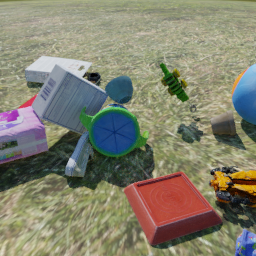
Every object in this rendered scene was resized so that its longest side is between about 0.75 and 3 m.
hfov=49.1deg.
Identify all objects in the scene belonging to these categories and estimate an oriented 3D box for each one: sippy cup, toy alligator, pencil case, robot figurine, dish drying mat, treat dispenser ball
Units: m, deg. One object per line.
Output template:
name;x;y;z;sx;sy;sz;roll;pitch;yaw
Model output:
sippy cup;-0.433;-0.086;8.998;1.600;2.037;1.493;-30;19;8
toy alligator;1.872;-1.378;10.386;0.695;2.343;0.636;-30;17;28
pencil case;2.853;2.562;5.325;1.573;0.614;0.683;19;36;29
robot figurine;2.968;1.527;7.134;1.814;0.528;1.315;3;31;4
dish drying mat;-3.871;-1.130;11.878;0.764;0.181;1.989;9;32;13
treat dispenser ball;4.928;-1.208;10.050;2.276;2.276;2.276;0;31;0

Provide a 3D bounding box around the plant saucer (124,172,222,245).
plant saucer;1.040;1.784;6.898;1.859;0.341;1.855;-11;33;-17

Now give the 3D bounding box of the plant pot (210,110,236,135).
plant pot;3.278;-0.127;9.722;0.749;0.864;0.864;-12;29;13

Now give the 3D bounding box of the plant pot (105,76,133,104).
plant pot;-0.205;-1.144;9.039;0.926;0.926;0.624;-15;65;-24

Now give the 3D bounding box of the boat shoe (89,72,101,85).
boat shoe;-1.665;-2.576;14.046;0.523;0.436;1.402;2;30;6

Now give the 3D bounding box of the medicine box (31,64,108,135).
medicine box;-1.887;-0.899;9.328;1.861;1.695;0.958;26;9;-44

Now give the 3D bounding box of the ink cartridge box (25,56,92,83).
ink cartridge box;-3.518;-2.978;14.625;2.877;0.680;2.303;8;31;3

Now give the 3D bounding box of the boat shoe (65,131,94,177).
boat shoe;-1.325;0.803;8.388;0.555;0.644;1.789;18;41;0

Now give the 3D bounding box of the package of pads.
package of pads;-4.065;0.327;8.574;2.853;1.080;1.719;-17;37;-26
